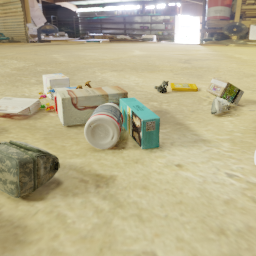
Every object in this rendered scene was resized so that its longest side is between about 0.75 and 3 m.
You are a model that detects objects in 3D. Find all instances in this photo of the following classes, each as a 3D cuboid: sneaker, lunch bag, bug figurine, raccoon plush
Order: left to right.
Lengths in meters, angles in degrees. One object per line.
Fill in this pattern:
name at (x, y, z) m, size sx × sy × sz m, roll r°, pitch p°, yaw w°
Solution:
lunch bag at (-2.745, 0.932, 7.278) m, size 1.589 × 1.107 × 1.333 m, roll 13°, pitch 15°, yaw 32°
bug figurine at (-3.818, -1.296, 13.175) m, size 0.985 × 1.270 × 0.327 m, roll -8°, pitch -21°, yaw 21°
raccoon plush at (1.868, -2.469, 16.067) m, size 1.097 × 0.735 × 0.531 m, roll 29°, pitch 31°, yaw 37°
sneaker at (4.247, -1.020, 12.732) m, size 0.789 × 0.675 × 1.813 m, roll 15°, pitch 26°, yaw 22°

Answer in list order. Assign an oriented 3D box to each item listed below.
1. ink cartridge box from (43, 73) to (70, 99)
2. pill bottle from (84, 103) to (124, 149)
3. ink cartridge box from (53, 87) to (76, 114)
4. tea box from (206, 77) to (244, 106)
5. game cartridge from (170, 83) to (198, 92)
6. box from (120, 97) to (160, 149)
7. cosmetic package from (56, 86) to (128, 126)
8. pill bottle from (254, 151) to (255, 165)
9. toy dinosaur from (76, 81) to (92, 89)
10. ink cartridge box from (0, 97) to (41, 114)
ink cartridge box at (-3.853, -2.271, 15.232) m, size 1.106 × 1.078 × 1.721 m, roll -12°, pitch 24°, yaw -27°
pill bottle at (-0.762, -0.188, 9.871) m, size 1.180 × 1.180 × 1.973 m, roll 2°, pitch 23°, yaw 5°
ink cartridge box at (-2.877, -1.343, 13.376) m, size 1.256 × 0.727 × 2.163 m, roll -7°, pitch 23°, yaw -15°
tea box at (4.803, -1.826, 13.914) m, size 1.207 × 0.820 × 1.227 m, roll 21°, pitch 13°, yaw -25°
game cartridge at (3.362, -2.469, 16.877) m, size 1.541 × 0.250 × 1.358 m, roll 1°, pitch 22°, yaw 5°
box at (0.360, -0.259, 10.209) m, size 0.642 × 1.075 × 2.613 m, roll -7°, pitch 22°, yaw -16°
cosmetic package at (-1.515, -0.998, 11.861) m, size 2.780 × 1.213 × 1.437 m, roll -9°, pitch 23°, yaw -21°
pill bottle at (4.248, 0.875, 7.943) m, size 1.146 × 0.639 × 0.639 m, roll 4°, pitch 22°, yaw 9°
toy dinosaur at (-1.902, -1.638, 14.089) m, size 0.852 × 1.499 × 2.822 m, roll -36°, pitch 31°, yaw -3°
ink cartridge box at (-5.203, -0.868, 12.529) m, size 1.942 × 0.434 × 1.711 m, roll 5°, pitch 28°, yaw 16°
